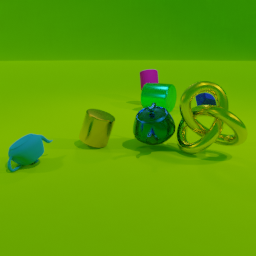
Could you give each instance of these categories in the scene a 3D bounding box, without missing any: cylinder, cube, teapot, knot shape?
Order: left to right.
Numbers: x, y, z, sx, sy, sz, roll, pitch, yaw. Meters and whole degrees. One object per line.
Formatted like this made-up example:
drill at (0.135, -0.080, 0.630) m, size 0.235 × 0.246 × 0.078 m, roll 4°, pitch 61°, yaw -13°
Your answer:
teapot at (-2.105, 0.484, 6.007) m, size 0.751 × 0.592 × 1.208 m, roll -10°, pitch 28°, yaw 40°
cylinder at (-0.792, -0.001, 7.169) m, size 0.765 × 0.765 × 0.765 m, roll 17°, pitch 19°, yaw -6°
cylinder at (0.981, -2.188, 12.914) m, size 0.840 × 0.840 × 0.840 m, roll -4°, pitch -4°, yaw 0°
teapot at (0.620, -0.103, 6.943) m, size 1.086 × 0.855 × 1.746 m, roll -5°, pitch 33°, yaw 12°
cylinder at (1.264, -1.262, 11.472) m, size 1.126 × 1.126 × 1.126 m, roll 10°, pitch 18°, yaw 31°
knot shape at (1.748, -0.075, 6.565) m, size 1.623 × 1.734 × 0.801 m, roll -43°, pitch -12°, yaw 33°
cube at (3.159, -1.149, 10.991) m, size 0.709 × 0.709 × 0.709 m, roll 9°, pitch 52°, yaw -12°
